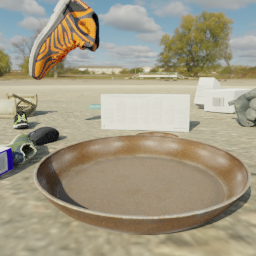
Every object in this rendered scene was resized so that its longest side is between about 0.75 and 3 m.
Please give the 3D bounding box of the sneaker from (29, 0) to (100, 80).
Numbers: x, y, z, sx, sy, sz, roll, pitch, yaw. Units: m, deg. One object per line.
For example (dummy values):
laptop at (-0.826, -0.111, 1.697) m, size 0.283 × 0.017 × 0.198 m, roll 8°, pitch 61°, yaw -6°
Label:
sneaker at (-1.734, -2.351, 8.092) m, size 1.470 × 2.623 × 1.018 m, roll 30°, pitch 9°, yaw -1°

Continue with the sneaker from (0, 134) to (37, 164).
sneaker at (-2.144, 0.450, 5.742) m, size 0.596 × 0.445 × 1.328 m, roll 9°, pitch 10°, yaw 1°

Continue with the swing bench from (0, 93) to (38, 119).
swing bench at (-4.850, -0.943, 11.540) m, size 1.581 × 1.031 × 1.589 m, roll 3°, pitch 6°, yaw 17°

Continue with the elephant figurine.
elephant figurine at (4.714, -0.552, 9.452) m, size 1.936 × 1.502 × 1.370 m, roll 8°, pitch -35°, yaw -15°

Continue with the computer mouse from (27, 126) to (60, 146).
computer mouse at (-2.539, 0.272, 6.671) m, size 0.667 × 0.387 × 2.275 m, roll 7°, pitch 13°, yaw 29°

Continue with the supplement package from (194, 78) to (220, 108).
supplement package at (3.989, -1.744, 14.108) m, size 0.832 × 1.389 × 0.842 m, roll 10°, pitch -8°, yaw 41°

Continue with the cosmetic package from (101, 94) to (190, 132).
cosmetic package at (0.546, -0.508, 8.851) m, size 2.739 × 1.131 × 0.694 m, roll 2°, pitch 8°, yaw 9°

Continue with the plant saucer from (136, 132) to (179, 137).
plant saucer at (0.709, 0.298, 7.013) m, size 1.118 × 0.205 × 1.118 m, roll -1°, pitch 10°, yaw 0°

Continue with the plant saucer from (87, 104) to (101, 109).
plant saucer at (-1.555, -1.125, 14.562) m, size 1.118 × 0.201 × 1.118 m, roll 0°, pitch 10°, yaw 0°

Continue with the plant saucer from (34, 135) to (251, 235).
plant saucer at (0.177, 0.675, 4.031) m, size 2.901 × 0.465 × 2.901 m, roll 0°, pitch 13°, yaw 0°

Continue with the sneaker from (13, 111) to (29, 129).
sneaker at (-3.571, -0.297, 9.236) m, size 0.467 × 0.539 × 1.302 m, roll -5°, pitch 12°, yaw -26°

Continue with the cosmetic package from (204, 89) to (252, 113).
cosmetic package at (4.879, -1.357, 13.464) m, size 1.450 × 1.042 × 2.569 m, roll 8°, pitch 14°, yaw 39°

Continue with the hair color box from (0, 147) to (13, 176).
hair color box at (-2.841, 0.590, 4.774) m, size 1.449 × 0.470 × 0.792 m, roll 4°, pitch 12°, yaw 12°
